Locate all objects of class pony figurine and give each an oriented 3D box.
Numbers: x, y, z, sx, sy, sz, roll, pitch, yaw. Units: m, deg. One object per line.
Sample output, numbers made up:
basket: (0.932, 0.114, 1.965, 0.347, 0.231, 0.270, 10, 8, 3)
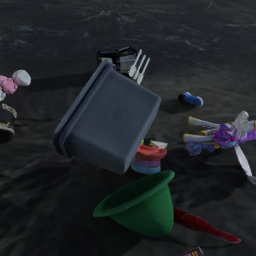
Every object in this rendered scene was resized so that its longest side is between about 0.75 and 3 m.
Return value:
pony figurine: (3.085, 0.298, 8.696, 2.540, 2.115, 2.452, -3, 26, 21)

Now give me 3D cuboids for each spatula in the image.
spatula: (0.454, -2.362, 10.752, 0.094, 0.818, 1.177, 12, 73, 43)

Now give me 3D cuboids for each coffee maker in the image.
coffee maker: (-0.533, -3.149, 13.604, 1.915, 1.290, 1.840, -7, 10, -10)

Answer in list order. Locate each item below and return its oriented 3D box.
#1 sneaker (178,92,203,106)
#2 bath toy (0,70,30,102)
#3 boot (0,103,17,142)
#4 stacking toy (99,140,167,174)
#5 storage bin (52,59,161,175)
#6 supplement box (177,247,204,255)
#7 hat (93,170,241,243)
sneaker: (2.498, -1.133, 11.445, 0.609, 0.421, 1.096, -15, 36, -28)
bath toy: (-5.357, -1.754, 11.946, 0.915, 1.077, 2.476, -21, 16, 48)
boot: (-4.930, -0.340, 9.843, 2.010, 0.736, 1.514, 16, 30, -20)
stacking toy: (0.205, 0.893, 8.806, 2.047, 0.864, 1.853, 12, 12, 21)
storage bin: (-0.428, -0.087, 7.654, 1.852, 2.007, 2.757, 27, 66, 8)
supplement box: (0.759, 3.295, 5.414, 1.965, 0.842, 1.084, -13, 40, -16)
hat: (0.733, 2.493, 6.852, 2.607, 2.294, 2.159, -28, 0, 41)
